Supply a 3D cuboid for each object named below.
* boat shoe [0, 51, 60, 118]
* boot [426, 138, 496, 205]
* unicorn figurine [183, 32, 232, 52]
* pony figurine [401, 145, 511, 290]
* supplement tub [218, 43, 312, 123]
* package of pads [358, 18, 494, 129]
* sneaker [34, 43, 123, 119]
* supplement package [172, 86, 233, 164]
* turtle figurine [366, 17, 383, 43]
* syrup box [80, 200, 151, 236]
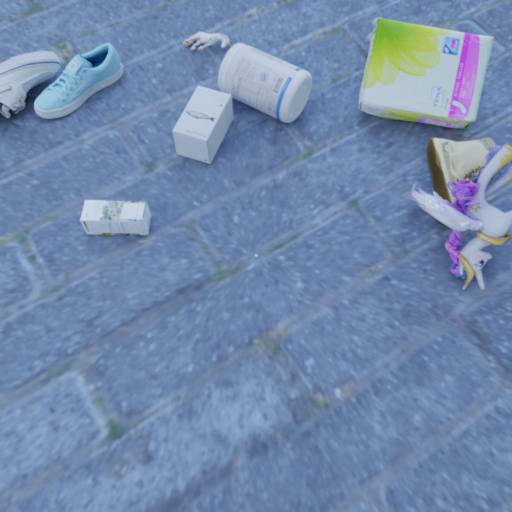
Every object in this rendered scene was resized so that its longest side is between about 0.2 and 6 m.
[{"bbox_3d":[-5.200,-3.308,11.522,2.702,0.958,0.943,-29,93,-18],"label":"boat shoe"},{"bbox_3d":[4.054,-1.553,10.671,1.314,0.615,1.691,-2,59,-2],"label":"boot"},{"bbox_3d":[-1.081,-4.788,12.479,1.064,0.393,0.731,33,56,22],"label":"unicorn figurine"},{"bbox_3d":[3.714,-0.768,9.536,2.120,1.829,2.197,44,105,6],"label":"pony figurine"},{"bbox_3d":[0.190,-3.520,11.419,1.667,1.100,1.100,29,66,15],"label":"supplement tub"},{"bbox_3d":[3.347,-3.590,11.263,2.341,0.798,1.808,12,93,5],"label":"package of pads"},{"bbox_3d":[-3.781,-3.742,11.660,0.794,0.880,2.149,38,68,19],"label":"sneaker"},{"bbox_3d":[-1.035,-2.605,11.128,0.747,0.750,1.278,18,63,9],"label":"supplement package"},{"bbox_3d":[2.995,-4.584,12.077,1.201,0.864,1.164,-34,64,12],"label":"turtle figurine"},{"bbox_3d":[-2.566,-0.693,10.259,1.165,0.474,0.459,1,58,2],"label":"syrup box"}]
